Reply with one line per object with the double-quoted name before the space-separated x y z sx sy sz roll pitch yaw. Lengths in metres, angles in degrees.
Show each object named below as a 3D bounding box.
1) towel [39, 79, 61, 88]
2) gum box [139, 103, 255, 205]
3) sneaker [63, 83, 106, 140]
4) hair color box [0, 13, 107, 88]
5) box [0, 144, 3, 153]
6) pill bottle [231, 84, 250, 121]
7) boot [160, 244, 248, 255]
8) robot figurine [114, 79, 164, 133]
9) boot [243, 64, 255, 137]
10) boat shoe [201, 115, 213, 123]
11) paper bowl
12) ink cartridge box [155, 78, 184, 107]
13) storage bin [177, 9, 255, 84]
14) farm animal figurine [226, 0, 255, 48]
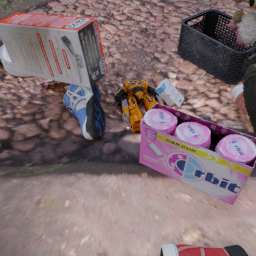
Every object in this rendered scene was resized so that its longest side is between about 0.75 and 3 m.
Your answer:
"towel" -1.849 -1.697 8.670 1.622 0.184 1.168 -4 35 34
"gum box" 1.415 0.527 6.263 2.484 1.410 0.821 22 51 19
"sneaker" -1.235 -0.563 7.796 0.929 0.913 2.412 -20 46 7
"hair color box" -1.778 -1.868 6.573 2.432 1.349 0.777 16 46 26
"box" -3.714 0.444 6.718 1.106 0.872 0.275 -23 51 -19
"pill bottle" 3.433 -0.750 8.010 0.602 0.602 1.073 -11 49 -10
"boot" 1.517 3.047 4.313 1.821 0.914 2.525 1 44 -1
"robot figurine" 0.381 -0.738 8.027 1.399 0.562 1.930 -8 48 -10
"boot" 4.629 -0.525 7.064 2.947 1.069 2.679 -11 86 -1
"boat shoe" 2.281 0.243 7.079 0.517 0.545 1.559 -32 42 7
"paper bowl" -3.410 -2.640 9.541 1.845 0.959 1.845 0 48 0
"ink cartridge box" 1.243 -0.991 8.299 0.834 0.283 0.480 45 52 -12
"storage bin" 3.168 -2.838 9.545 1.771 1.228 2.620 -30 53 -25
"farm animal figurine" 2.910 -3.363 6.645 1.361 2.706 2.185 2 12 -9
